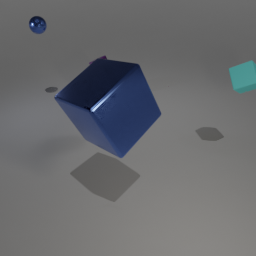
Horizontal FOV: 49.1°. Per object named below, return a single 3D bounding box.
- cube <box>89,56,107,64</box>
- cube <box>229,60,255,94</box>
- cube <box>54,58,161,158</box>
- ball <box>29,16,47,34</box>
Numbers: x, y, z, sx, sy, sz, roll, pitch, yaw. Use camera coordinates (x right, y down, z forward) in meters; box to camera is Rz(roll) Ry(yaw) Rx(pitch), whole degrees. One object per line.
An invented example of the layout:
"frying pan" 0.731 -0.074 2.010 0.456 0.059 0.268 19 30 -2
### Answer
"cube" -1.320 -2.952 13.297 0.700 0.700 0.700 -32 19 -16
"cube" 3.563 -1.521 8.476 0.700 0.700 0.700 -16 -14 35
"cube" -0.401 -0.474 6.017 1.400 1.400 1.400 22 61 45
"ball" -3.692 -4.211 11.461 0.700 0.700 0.700 0 32 0
